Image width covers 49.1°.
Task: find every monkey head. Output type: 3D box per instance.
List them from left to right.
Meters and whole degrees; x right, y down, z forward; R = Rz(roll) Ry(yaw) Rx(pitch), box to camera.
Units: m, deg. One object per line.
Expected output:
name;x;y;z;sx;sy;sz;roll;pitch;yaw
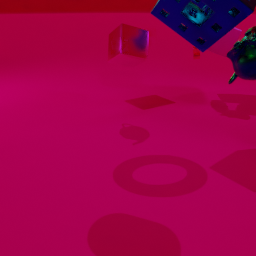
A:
monkey head;2.576;-1.484;5.567;1.509;0.909;1.085;-21;26;44

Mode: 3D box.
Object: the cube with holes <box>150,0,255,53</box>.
cube with holes;1.522;-2.618;5.317;1.352;1.352;1.352;32;65;-12

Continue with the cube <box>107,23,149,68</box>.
cube;-0.007;-2.791;9.633;1.051;1.051;1.051;5;-5;-28

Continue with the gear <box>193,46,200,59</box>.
gear;2.239;-2.874;9.226;0.215;1.160;1.160;-3;23;14

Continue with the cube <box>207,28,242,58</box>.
cube;3.239;-3.144;9.912;0.969;0.969;0.969;19;21;-3
